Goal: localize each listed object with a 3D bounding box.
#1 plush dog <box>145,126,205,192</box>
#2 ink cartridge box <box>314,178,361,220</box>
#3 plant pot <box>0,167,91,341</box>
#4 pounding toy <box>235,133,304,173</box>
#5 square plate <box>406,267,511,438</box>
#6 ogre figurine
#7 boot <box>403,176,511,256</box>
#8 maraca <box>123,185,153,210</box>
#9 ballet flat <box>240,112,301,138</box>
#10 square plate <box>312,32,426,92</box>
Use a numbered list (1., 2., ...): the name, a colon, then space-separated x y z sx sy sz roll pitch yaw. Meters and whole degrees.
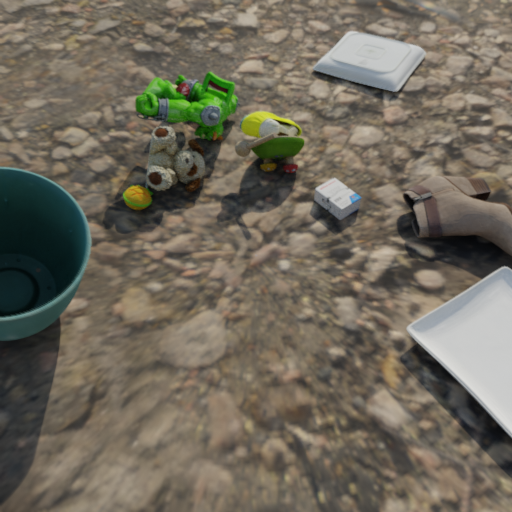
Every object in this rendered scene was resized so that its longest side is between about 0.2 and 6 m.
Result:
1. plush dog: -1.697 -1.920 12.002 1.218 1.138 1.418 7 76 -12
2. ink cartridge box: 1.679 -1.186 11.616 0.580 0.335 0.794 -31 55 -24
3. plant pot: -4.036 0.194 9.006 2.548 2.044 2.548 8 61 -16
4. pounding toy: 0.388 -2.151 12.163 1.194 0.718 1.546 -4 2 36
5. square plate: 4.204 1.556 9.190 2.536 0.361 2.512 -26 53 -21
6. ogre figurine: -1.454 -3.508 12.832 1.783 1.459 2.973 15 6 7
7. boot: 3.982 -0.671 10.961 1.714 0.824 2.345 -14 49 -4
8. maraca: -2.437 -1.242 11.606 0.588 0.459 0.858 22 29 -10
9. ballet flat: 0.393 -2.763 12.092 0.556 0.554 1.659 32 25 34
10. square plate: 3.138 -5.436 15.310 2.442 0.347 2.419 22 50 21
